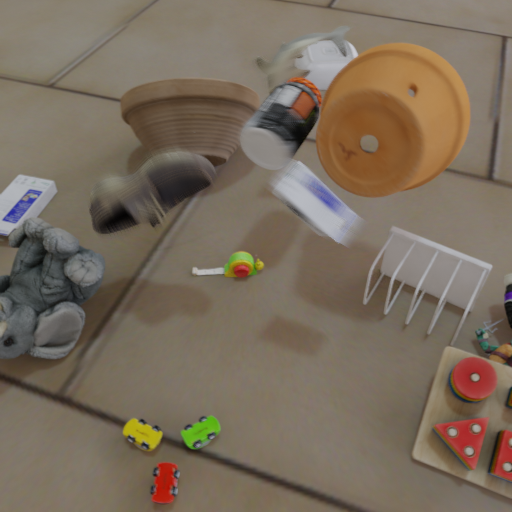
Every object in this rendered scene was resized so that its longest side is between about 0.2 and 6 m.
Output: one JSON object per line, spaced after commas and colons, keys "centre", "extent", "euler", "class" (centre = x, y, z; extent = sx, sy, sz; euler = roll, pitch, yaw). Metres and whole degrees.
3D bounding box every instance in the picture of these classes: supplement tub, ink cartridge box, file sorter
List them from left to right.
{"centre": [-5.322, -1.039, 12.401], "extent": [0.945, 0.373, 1.901], "euler": [13, 47, 11], "class": "ink cartridge box"}
{"centre": [0.500, -2.431, 10.140], "extent": [1.007, 1.007, 1.643], "euler": [22, 58, 19], "class": "supplement tub"}
{"centre": [0.865, -0.758, 8.218], "extent": [1.220, 0.239, 0.607], "euler": [42, 65, -8], "class": "ink cartridge box"}
{"centre": [3.036, 0.580, 10.267], "extent": [1.877, 1.303, 1.169], "euler": [25, 55, 22], "class": "file sorter"}

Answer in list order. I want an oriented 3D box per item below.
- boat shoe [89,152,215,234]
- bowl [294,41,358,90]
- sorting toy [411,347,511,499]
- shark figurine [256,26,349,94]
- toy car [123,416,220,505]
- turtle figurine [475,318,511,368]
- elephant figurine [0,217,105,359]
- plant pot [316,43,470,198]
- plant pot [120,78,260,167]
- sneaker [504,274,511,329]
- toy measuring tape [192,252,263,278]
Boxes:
{"centre": [-1.703, -0.897, 9.095], "extent": [2.477, 0.922, 0.908], "euler": [-16, 61, 32], "class": "boat shoe"}
{"centre": [2.136, -5.732, 16.560], "extent": [1.984, 0.741, 1.981], "euler": [-2, 46, 0], "class": "bowl"}
{"centre": [3.543, 2.484, 8.443], "extent": [1.849, 0.647, 1.860], "euler": [18, 72, 16], "class": "sorting toy"}
{"centre": [0.769, -3.996, 10.896], "extent": [1.978, 1.182, 0.825], "euler": [-34, 41, 29], "class": "shark figurine"}
{"centre": [-1.193, 2.963, 8.677], "extent": [1.383, 0.328, 1.470], "euler": [-23, 52, -21], "class": "toy car"}
{"centre": [4.140, 1.684, 9.511], "extent": [1.488, 1.114, 0.749], "euler": [-40, 97, -17], "class": "turtle figurine"}
{"centre": [-3.996, 0.921, 9.674], "extent": [2.035, 2.231, 2.876], "euler": [8, 66, 55], "class": "elephant figurine"}
{"centre": [2.040, -2.009, 8.999], "extent": [2.454, 2.454, 1.717], "euler": [19, 34, 17], "class": "plant pot"}
{"centre": [-1.486, -2.871, 12.924], "extent": [3.181, 3.181, 1.468], "euler": [-2, 89, -2], "class": "plant pot"}
{"centre": [5.594, 1.214, 9.991], "extent": [2.567, 0.892, 1.277], "euler": [14, 69, -3], "class": "sneaker"}
{"centre": [-0.571, 0.169, 11.179], "extent": [1.440, 0.530, 0.530], "euler": [-1, 47, -1], "class": "toy measuring tape"}
